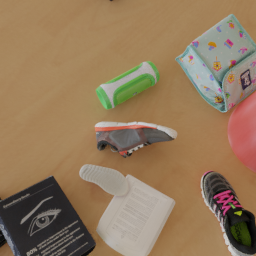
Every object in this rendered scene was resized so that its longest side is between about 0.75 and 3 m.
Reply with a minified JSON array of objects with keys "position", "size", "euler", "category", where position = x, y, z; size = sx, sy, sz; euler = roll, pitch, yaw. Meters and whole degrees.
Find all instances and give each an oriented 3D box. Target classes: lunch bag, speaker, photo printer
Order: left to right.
[{"position":[0.006,-1.403,9.109],"size":[2.017,0.892,0.892],"euler":[-30,70,-12],"category":"speaker"},{"position":[0.172,2.428,7.550],"size":[1.565,0.653,1.882],"euler":[27,68,15],"category":"photo printer"},{"position":[3.143,-1.986,9.028],"size":[2.099,1.502,2.464],"euler":[-37,89,-16],"category":"lunch bag"}]

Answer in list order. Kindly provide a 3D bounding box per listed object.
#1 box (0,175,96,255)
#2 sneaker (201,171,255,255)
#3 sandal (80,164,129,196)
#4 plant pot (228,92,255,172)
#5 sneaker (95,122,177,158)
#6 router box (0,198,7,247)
[{"position":[-2.101,2.568,6.999],"size":[1.602,1.129,2.164],"euler":[-24,66,-34],"category":"box"},{"position":[2.762,2.225,7.436],"size":[0.909,1.077,2.463],"euler":[-16,68,-7],"category":"sneaker"},{"position":[-0.633,1.430,7.889],"size":[1.581,0.389,0.643],"euler":[22,69,25],"category":"sandal"},{"position":[4.530,-0.236,7.737],"size":[2.825,2.500,2.825],"euler":[0,67,0],"category":"plant pot"},{"position":[0.193,0.378,8.233],"size":[2.546,0.981,1.042],"euler":[1,84,26],"category":"sneaker"},{"position":[-4.069,2.821,7.508],"size":[1.860,0.475,1.387],"euler":[-38,72,-15],"category":"router box"}]
